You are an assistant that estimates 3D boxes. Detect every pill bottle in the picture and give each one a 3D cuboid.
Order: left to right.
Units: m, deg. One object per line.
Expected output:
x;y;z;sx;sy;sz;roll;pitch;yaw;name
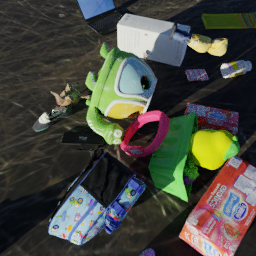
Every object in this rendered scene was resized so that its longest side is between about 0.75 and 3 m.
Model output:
4.015;-2.205;10.372;1.026;0.535;0.535;-13;52;-10;pill bottle

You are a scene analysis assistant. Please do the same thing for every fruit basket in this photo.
1.785;0.675;7.328;2.276;1.641;2.276;-10;46;10;fruit basket

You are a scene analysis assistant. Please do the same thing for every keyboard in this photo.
-1.388;0.453;8.509;1.311;0.135;0.833;1;45;2;keyboard

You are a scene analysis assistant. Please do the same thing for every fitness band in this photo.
0.459;0.154;7.882;0.352;1.879;1.350;37;72;-22;fitness band

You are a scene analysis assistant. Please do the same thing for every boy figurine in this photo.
1.944;-2.413;7.724;1.623;0.523;1.009;20;30;8;boy figurine

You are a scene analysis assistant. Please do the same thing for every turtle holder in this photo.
-0.243;-1.093;8.534;1.922;2.057;2.707;20;45;-1;turtle holder

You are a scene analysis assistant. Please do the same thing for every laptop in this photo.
-1.040;-5.251;12.497;1.777;1.035;2.005;-32;58;-22;laptop

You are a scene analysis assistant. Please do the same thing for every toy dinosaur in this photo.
-1.917;-0.957;9.006;1.508;1.022;0.647;-21;85;-52;toy dinosaur

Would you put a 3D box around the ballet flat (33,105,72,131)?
-2.444;-0.380;8.961;1.358;0.496;0.496;-28;56;-20;ballet flat

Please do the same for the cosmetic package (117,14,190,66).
0.954;-3.409;10.852;2.598;1.321;0.962;17;53;15;cosmetic package

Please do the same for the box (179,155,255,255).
2.359;1.915;6.706;1.146;1.097;2.298;32;58;23;box

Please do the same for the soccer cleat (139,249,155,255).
0.212;3.055;6.257;1.007;0.385;0.336;-29;57;-21;soccer cleat

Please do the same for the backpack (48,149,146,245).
-0.730;1.763;6.398;1.411;1.914;2.097;36;74;10;backpack

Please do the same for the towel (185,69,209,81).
2.571;-1.979;10.478;0.772;0.116;0.565;-4;51;-6;towel

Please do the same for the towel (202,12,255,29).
4.728;-4.880;12.714;2.580;0.233;1.111;-2;51;-1;towel

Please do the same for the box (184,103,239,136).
2.481;-0.122;8.560;1.575;0.752;0.785;13;52;10;box
